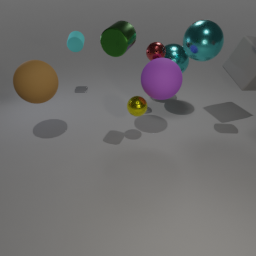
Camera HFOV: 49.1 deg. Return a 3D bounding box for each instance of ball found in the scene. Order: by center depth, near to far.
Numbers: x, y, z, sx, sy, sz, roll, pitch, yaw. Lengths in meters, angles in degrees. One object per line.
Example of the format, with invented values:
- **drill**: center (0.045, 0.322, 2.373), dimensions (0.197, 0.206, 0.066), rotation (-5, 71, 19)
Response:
- **ball**: center (-2.967, -1.488, 9.060), dimensions (1.400, 1.400, 1.400), rotation (0, 30, 0)
- **ball**: center (0.311, -0.733, 9.437), dimensions (0.700, 0.700, 0.700), rotation (0, 30, 0)
- **ball**: center (1.129, -1.653, 9.461), dimensions (1.400, 1.400, 1.400), rotation (0, 30, 0)
- **ball**: center (2.635, -3.051, 9.841), dimensions (1.400, 1.400, 1.400), rotation (0, 30, 0)
- **ball**: center (0.988, -2.684, 9.908), dimensions (0.700, 0.700, 0.700), rotation (0, 30, 0)
- **ball**: center (1.926, -2.916, 12.082), dimensions (1.400, 1.400, 1.400), rotation (0, 30, 0)

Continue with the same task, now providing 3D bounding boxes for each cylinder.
- **cylinder**: center (-0.227, -2.189, 6.860), dimensions (0.700, 0.700, 0.700), rotation (10, 36, 17)
- **cylinder**: center (-2.274, -3.771, 12.213), dimensions (0.700, 0.700, 0.700), rotation (-1, 39, -2)

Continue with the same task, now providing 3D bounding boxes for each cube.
- **cube**: center (4.665, -2.327, 10.219), dimensions (1.400, 1.400, 1.400), rotation (-4, 52, -28)
